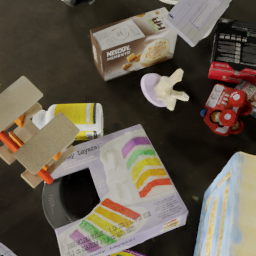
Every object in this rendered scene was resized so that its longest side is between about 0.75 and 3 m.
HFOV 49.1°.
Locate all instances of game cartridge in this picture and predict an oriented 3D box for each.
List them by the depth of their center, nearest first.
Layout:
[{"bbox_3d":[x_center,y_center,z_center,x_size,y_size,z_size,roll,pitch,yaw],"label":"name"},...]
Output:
[{"bbox_3d":[1.131,-1.884,4.430,0.671,0.199,1.035,40,88,-14],"label":"game cartridge"},{"bbox_3d":[-2.723,3.776,5.802,1.764,0.535,2.645,-38,67,-15],"label":"game cartridge"}]

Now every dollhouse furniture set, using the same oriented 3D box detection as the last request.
[{"bbox_3d":[-2.207,0.070,4.818,2.501,2.528,1.302,44,66,-2],"label":"dollhouse furniture set"}]

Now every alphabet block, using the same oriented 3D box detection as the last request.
[{"bbox_3d":[2.888,2.376,5.328,2.718,2.669,2.655,15,63,9],"label":"alphabet block"}]

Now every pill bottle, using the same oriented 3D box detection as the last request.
[{"bbox_3d":[-1.615,-0.161,7.727,1.808,1.013,1.013,-1,60,-1],"label":"pill bottle"}]

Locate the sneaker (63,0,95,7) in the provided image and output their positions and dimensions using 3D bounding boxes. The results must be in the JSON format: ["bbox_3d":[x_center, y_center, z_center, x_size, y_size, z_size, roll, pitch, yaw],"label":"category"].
[{"bbox_3d":[-1.416,-5.392,10.859,2.535,0.842,1.147,-33,68,-13],"label":"sneaker"}]

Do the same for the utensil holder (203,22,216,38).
[{"bbox_3d":[2.606,-4.046,9.855,1.208,1.208,1.422,24,65,13],"label":"utensil holder"}]

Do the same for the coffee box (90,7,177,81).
[{"bbox_3d":[0.189,-2.644,8.898,2.521,1.442,1.005,-21,62,-12],"label":"coffee box"}]

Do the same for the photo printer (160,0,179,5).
[{"bbox_3d":[2.048,-5.624,11.035,1.627,0.679,1.955,8,61,3],"label":"photo printer"}]

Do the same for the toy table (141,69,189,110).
[{"bbox_3d":[0.776,-0.771,5.692,0.555,0.948,0.872,1,81,46],"label":"toy table"}]

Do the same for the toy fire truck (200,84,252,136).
[{"bbox_3d":[2.757,-0.522,8.058,1.197,0.799,1.425,24,86,42],"label":"toy fire truck"}]

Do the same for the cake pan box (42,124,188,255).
[{"bbox_3d":[-0.503,1.492,6.760,2.963,0.775,2.729,-17,52,-10],"label":"cake pan box"}]

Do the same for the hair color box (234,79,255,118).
[{"bbox_3d":[3.842,-0.776,8.409,1.468,0.444,0.734,37,67,19],"label":"hair color box"}]

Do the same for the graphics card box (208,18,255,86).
[{"bbox_3d":[3.597,-2.576,9.337,1.513,0.613,2.412,11,62,7],"label":"graphics card box"}]

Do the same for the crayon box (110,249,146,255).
[{"bbox_3d":[0.105,3.305,6.115,1.242,0.362,1.071,14,62,11],"label":"crayon box"}]
